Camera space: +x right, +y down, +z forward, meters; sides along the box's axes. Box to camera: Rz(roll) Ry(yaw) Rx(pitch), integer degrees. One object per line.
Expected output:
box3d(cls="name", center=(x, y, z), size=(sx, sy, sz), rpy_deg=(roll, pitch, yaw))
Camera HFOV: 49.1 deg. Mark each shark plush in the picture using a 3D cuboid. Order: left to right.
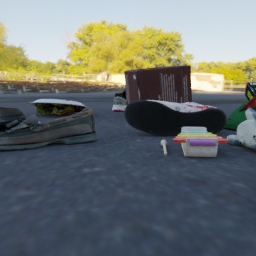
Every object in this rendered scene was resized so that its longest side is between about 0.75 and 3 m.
box3d(cls="shark plush", center=(2.607, 0.163, 5.319), size=(0.785, 0.857, 1.886), rpy_deg=(31, 5, 0))

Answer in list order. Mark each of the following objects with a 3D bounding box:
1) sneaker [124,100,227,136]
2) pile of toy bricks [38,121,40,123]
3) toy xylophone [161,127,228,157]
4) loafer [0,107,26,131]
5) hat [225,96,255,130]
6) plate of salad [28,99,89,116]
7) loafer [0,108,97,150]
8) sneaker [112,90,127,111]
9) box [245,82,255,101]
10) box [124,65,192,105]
box3d(cls="sneaker", center=(1.163, -0.297, 7.525), size=(2.567, 0.857, 1.376), rpy_deg=(3, 7, -3))
box3d(cls="pile of toy bricks", center=(-2.197, 0.103, 6.635), size=(0.404, 0.454, 0.818), rpy_deg=(39, 1, 4))
box3d(cls="toy xylophone", center=(1.186, 0.258, 5.337), size=(1.081, 0.371, 1.477), rpy_deg=(-1, 8, -1))
box3d(cls="loafer", center=(-3.344, -0.243, 5.459), size=(1.039, 1.032, 2.854), rpy_deg=(-32, -12, 31))
box3d(cls="hat", center=(3.564, -0.781, 8.015), size=(1.498, 1.592, 1.808), rpy_deg=(-9, 14, -42))
box3d(cls="plate of salad", center=(-2.919, -0.822, 11.861), size=(2.528, 0.607, 2.528), rpy_deg=(3, -2, 0))
box3d(cls="loafer", center=(-1.799, -0.015, 5.916), size=(2.335, 0.734, 0.839), rpy_deg=(-5, 10, -29))
box3d(cls="sneaker", center=(0.117, -1.420, 14.314), size=(0.872, 1.034, 2.365), rpy_deg=(7, 11, 41))
box3d(cls="box", center=(5.945, -0.970, 9.982), size=(2.830, 0.672, 2.733), rpy_deg=(0, 25, 8))
box3d(cls="box", center=(1.135, -1.440, 10.747), size=(2.116, 1.755, 1.737), rpy_deg=(-8, 13, -15))
